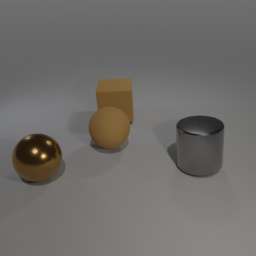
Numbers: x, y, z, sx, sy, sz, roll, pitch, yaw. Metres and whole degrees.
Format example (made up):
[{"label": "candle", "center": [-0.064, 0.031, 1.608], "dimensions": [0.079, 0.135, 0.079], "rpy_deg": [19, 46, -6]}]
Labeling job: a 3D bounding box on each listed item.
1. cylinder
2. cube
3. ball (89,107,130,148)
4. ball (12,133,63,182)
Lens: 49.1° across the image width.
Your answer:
[{"label": "cylinder", "center": [2.193, 0.508, 8.584], "dimensions": [1.400, 1.400, 1.400], "rpy_deg": [-5, 24, 2]}, {"label": "cube", "center": [-0.507, -1.146, 11.539], "dimensions": [1.400, 1.400, 1.400], "rpy_deg": [-3, 29, 1]}, {"label": "ball", "center": [-0.624, -0.013, 9.450], "dimensions": [1.400, 1.400, 1.400], "rpy_deg": [0, 29, 0]}, {"label": "ball", "center": [-2.619, 0.852, 8.129], "dimensions": [1.400, 1.400, 1.400], "rpy_deg": [0, 29, 0]}]
